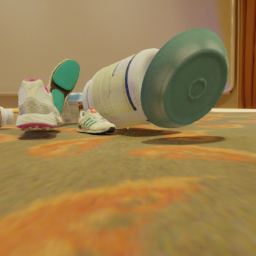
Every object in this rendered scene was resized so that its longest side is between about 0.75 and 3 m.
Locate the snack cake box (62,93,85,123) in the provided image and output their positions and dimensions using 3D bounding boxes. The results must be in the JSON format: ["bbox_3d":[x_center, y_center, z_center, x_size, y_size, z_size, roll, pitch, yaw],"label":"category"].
[{"bbox_3d":[-1.618,-0.760,10.710,1.830,1.053,0.615,0,36,5],"label":"snack cake box"}]

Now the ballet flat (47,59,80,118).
[{"bbox_3d":[-2.540,-1.266,9.812,0.994,2.862,0.994,11,-35,8],"label":"ballet flat"}]

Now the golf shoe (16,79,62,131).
[{"bbox_3d":[-2.265,-0.592,7.230,1.036,1.259,2.751,-5,4,-15],"label":"golf shoe"}]

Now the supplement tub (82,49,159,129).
[{"bbox_3d":[0.055,-0.964,7.895,1.884,1.884,2.598,-4,-2,-41],"label":"supplement tub"}]

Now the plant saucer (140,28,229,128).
[{"bbox_3d":[1.317,-0.869,5.799,2.250,2.250,0.404,-3,33,-32],"label":"plant saucer"}]

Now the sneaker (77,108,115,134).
[{"bbox_3d":[-0.867,-0.194,7.255,0.489,0.649,1.389,-2,4,-42],"label":"sneaker"}]

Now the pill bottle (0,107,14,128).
[{"bbox_3d":[-4.074,-0.317,8.370,1.145,0.642,0.642,-4,6,-36],"label":"pill bottle"}]
